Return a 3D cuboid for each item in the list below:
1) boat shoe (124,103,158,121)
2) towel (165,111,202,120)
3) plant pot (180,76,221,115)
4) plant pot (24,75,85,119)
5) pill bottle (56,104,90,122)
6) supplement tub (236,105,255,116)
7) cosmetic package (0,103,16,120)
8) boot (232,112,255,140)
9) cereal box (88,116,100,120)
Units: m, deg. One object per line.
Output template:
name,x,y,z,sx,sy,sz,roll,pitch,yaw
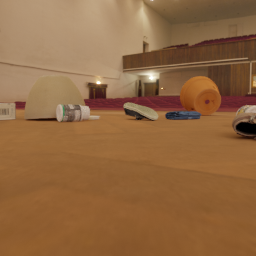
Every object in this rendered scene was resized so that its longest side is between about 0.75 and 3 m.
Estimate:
boat shoe,0.569,-0.643,12.678,1.858,0.578,0.693,21,30,33
towel,2.629,-0.614,13.376,1.593,0.387,0.889,-3,5,-28
plant pot,4.742,-1.891,17.809,2.511,2.511,1.758,0,21,-5
plant pot,-3.406,-1.443,13.174,2.862,1.922,2.862,-2,3,0
pill bottle,-2.262,-0.614,11.567,1.248,0.706,0.706,-2,5,-32
supplement tub,3.795,-0.358,8.692,0.681,0.681,0.942,0,5,2
cosmetic package,-6.277,-0.793,13.200,2.135,0.780,1.105,4,6,45
boot,3.182,-0.023,5.868,1.870,0.657,1.367,2,12,34
cereal box,-1.774,-0.472,13.033,0.585,0.161,0.813,4,6,38
